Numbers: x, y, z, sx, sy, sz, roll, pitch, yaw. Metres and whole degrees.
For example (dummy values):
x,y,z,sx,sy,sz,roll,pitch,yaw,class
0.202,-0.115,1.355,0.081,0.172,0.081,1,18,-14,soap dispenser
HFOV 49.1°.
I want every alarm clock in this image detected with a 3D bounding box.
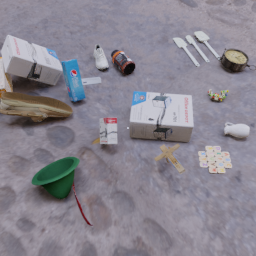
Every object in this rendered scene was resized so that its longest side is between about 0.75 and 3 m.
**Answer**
x,y,z,sx,sy,sz,roll,pitch,yaw,class
5.437,-3.268,13.855,1.863,0.620,1.256,29,53,20,alarm clock

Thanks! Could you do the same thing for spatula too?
x,y,z,sx,sy,sz,roll,pitch,yaw,class
3.767,-4.272,14.947,1.859,0.215,2.673,-14,52,-13,spatula

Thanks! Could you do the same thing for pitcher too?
x,y,z,sx,sy,sz,roll,pitch,yaw,class
4.374,0.039,11.290,0.930,0.564,0.798,6,37,19,pitcher

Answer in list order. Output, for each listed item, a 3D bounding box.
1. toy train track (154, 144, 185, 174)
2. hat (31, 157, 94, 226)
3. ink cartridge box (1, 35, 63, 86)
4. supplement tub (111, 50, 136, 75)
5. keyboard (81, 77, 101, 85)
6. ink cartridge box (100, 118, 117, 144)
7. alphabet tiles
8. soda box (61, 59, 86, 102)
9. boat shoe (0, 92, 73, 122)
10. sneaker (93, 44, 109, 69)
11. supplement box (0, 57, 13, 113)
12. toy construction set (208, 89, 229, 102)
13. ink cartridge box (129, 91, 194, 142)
x,y,z,sx,sy,sz,roll,pitch,yaw,class
1.525,1.095,9.569,1.004,0.285,1.750,-32,27,-1,toy train track
-2.170,2.240,9.676,1.715,1.823,2.071,-19,16,7,hat
-4.358,-3.042,12.706,2.328,0.980,1.683,11,39,-42,ink cartridge box
-0.282,-3.292,13.798,0.761,0.761,1.422,-26,56,-19,supplement tub
-2.061,-2.201,13.368,1.526,0.081,0.430,-8,56,-6,keyboard
-0.747,0.123,10.645,0.420,0.724,1.003,-1,88,-30,ink cartridge box
3.290,1.189,10.602,1.191,0.089,1.218,2,51,2,alphabet tiles
-2.369,-2.064,12.141,0.586,1.729,0.555,-20,21,-26,soda box
-3.746,-0.774,11.592,2.821,0.910,1.005,10,24,-18,boat shoe
-1.413,-3.554,14.042,0.609,0.712,1.634,-17,54,-14,sneaker
-5.622,-1.891,12.274,0.790,1.354,2.149,-14,52,-12,supplement box
4.009,-1.494,12.561,0.901,0.415,0.591,12,76,19,toy construction set
1.336,-0.485,11.345,2.432,1.044,1.781,3,50,4,ink cartridge box
